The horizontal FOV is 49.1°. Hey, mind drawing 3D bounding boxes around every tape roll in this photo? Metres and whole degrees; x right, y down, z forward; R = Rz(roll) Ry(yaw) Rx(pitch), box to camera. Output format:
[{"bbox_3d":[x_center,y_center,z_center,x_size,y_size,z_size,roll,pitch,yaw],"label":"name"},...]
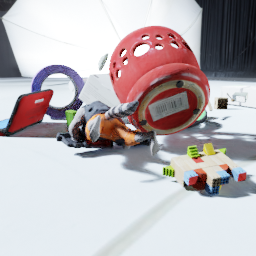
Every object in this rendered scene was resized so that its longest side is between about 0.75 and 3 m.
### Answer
[{"bbox_3d":[-3.119,-1.669,12.505,2.326,2.326,0.988,-5,13,-19],"label":"tape roll"}]

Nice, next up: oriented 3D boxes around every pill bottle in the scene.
[{"bbox_3d":[-3.769,-3.445,22.844,1.956,1.097,1.097,-9,16,-37],"label":"pill bottle"}]

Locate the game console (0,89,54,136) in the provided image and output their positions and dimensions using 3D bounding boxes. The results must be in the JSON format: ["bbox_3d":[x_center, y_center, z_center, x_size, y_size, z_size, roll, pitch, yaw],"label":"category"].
[{"bbox_3d":[-4.178,-0.661,10.314,1.492,2.167,2.514,28,16,2],"label":"game console"}]

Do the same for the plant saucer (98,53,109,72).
[{"bbox_3d":[-1.153,-2.975,12.532,0.232,0.924,0.924,27,15,0],"label":"plant saucer"}]

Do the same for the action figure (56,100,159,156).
[{"bbox_3d":[-0.256,-0.107,7.386,2.926,1.530,2.831,0,11,-27],"label":"action figure"}]

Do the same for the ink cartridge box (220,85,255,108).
[{"bbox_3d":[6.839,-1.829,16.001,1.816,1.049,2.496,-9,16,-33],"label":"ink cartridge box"}]

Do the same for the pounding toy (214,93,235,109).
[{"bbox_3d":[5.089,-1.447,14.807,0.973,0.855,0.445,-2,13,-8],"label":"pounding toy"}]

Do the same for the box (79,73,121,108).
[{"bbox_3d":[-0.761,-1.354,12.011,1.826,1.200,1.835,39,26,14],"label":"box"}]

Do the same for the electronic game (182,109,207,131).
[{"bbox_3d":[1.705,-0.606,10.862,2.659,0.553,2.659,-1,27,0],"label":"electronic game"}]

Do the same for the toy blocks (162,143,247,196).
[{"bbox_3d":[1.556,0.887,5.489,1.477,0.738,1.010,-8,25,-16],"label":"toy blocks"}]

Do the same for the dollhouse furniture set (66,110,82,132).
[{"bbox_3d":[-1.217,-0.331,10.172,2.079,0.802,1.039,-10,17,-37],"label":"dollhouse furniture set"}]

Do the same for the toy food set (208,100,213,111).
[{"bbox_3d":[2.470,-0.778,12.381,2.401,0.784,1.413,-8,48,-7],"label":"toy food set"}]

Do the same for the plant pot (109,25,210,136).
[{"bbox_3d":[0.904,-1.235,8.165,2.652,2.652,2.415,-3,45,-14],"label":"plant pot"}]

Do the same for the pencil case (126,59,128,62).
[{"bbox_3d":[0.236,-2.970,13.241,0.509,1.309,0.585,-2,-29,-38],"label":"pencil case"}]
